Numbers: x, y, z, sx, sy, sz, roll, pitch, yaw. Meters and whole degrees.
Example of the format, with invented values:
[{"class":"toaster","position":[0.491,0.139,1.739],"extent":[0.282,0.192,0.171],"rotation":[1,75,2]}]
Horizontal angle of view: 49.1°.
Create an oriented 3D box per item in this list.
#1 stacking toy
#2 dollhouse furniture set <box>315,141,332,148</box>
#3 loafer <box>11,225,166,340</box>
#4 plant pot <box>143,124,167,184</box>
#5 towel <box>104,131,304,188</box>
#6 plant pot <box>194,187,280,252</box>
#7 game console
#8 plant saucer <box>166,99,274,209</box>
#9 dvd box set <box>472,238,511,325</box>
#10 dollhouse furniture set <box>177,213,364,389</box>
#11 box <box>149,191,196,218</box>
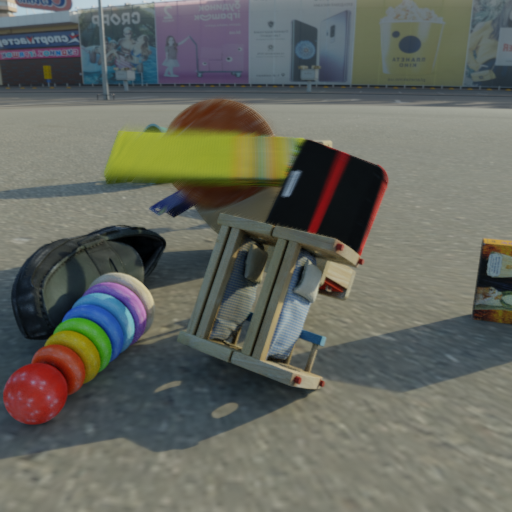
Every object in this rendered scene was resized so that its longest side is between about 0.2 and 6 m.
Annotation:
[{"class":"stacking toy","position":[-1.960,1.012,6.222],"extent":[0.931,0.931,2.181],"rotation":[5,23,13]},{"class":"dollhouse furniture set","position":[0.863,-1.882,13.847],"extent":[2.290,1.815,1.625],"rotation":[7,5,27]},{"class":"loafer","position":[-2.226,0.193,7.981],"extent":[1.198,1.159,3.413],"rotation":[-8,14,11]},{"class":"plant pot","position":[-2.405,-3.025,16.874],"extent":[1.696,1.732,1.732],"rotation":[-5,18,-40]},{"class":"towel","position":[-0.748,-1.566,9.138],"extent":[3.205,0.289,1.379],"rotation":[2,41,-2]},{"class":"plant pot","position":[0.129,-0.836,10.223],"extent":[2.094,1.406,2.094],"rotation":[-24,26,12]},{"class":"game console","position":[1.022,-0.778,7.929],"extent":[1.402,1.585,0.246],"rotation":[21,-17,8]},{"class":"plant saucer","position":[-0.637,-1.787,9.892],"extent":[2.011,2.011,0.325],"rotation":[-2,-13,-7]},{"class":"dvd box set","position":[3.775,0.411,7.440],"extent":[1.594,1.166,0.234],"rotation":[7,23,17]},{"class":"dollhouse furniture set","position":[0.524,0.660,6.876],"extent":[1.567,1.576,2.236],"rotation":[15,-6,32]},{"class":"box","position":[-1.297,-1.043,10.176],"extent":[1.250,0.202,0.757],"rotation":[-31,26,-14]}]
